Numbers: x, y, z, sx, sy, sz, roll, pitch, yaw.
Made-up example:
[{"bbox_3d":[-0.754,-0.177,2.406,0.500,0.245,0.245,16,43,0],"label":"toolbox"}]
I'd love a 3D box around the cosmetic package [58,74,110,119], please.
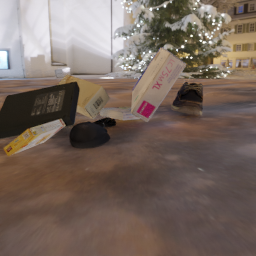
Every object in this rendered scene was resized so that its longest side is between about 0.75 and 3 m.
[{"bbox_3d":[-1.494,-1.002,8.704,1.711,0.625,0.886,23,68,36],"label":"cosmetic package"}]

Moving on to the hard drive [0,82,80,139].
[{"bbox_3d":[-1.958,-0.403,6.064,1.731,0.285,1.208,-10,47,9],"label":"hard drive"}]

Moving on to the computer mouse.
[{"bbox_3d":[-0.711,-0.053,6.534,0.769,0.447,2.624,0,11,6],"label":"computer mouse"}]

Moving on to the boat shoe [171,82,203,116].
[{"bbox_3d":[2.075,-1.095,9.691,1.044,1.027,2.803,11,13,4],"label":"boat shoe"}]

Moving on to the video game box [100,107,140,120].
[{"bbox_3d":[-0.087,-0.469,8.712,1.102,0.283,1.210,-10,14,-36],"label":"video game box"}]

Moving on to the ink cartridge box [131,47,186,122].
[{"bbox_3d":[0.786,-1.442,8.333,0.629,1.790,2.999,30,17,-11],"label":"ink cartridge box"}]

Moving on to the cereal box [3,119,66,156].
[{"bbox_3d":[-1.671,0.155,5.117,0.706,0.194,0.982,-34,-2,24],"label":"cereal box"}]
